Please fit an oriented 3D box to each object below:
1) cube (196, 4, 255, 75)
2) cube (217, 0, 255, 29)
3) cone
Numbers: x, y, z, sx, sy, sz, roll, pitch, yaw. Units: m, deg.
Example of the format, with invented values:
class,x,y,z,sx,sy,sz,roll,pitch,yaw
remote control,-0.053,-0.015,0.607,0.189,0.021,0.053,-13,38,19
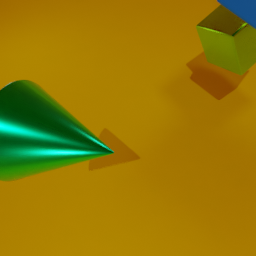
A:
class,x,y,z,sx,sy,sz,roll,pitch,yaw
cube,2.439,-2.095,6.356,1.114,1.114,1.114,-41,42,-5
cube,2.333,-2.177,4.320,1.150,1.150,1.150,45,39,16
cone,-0.683,0.141,3.008,1.166,1.161,1.161,11,56,18
